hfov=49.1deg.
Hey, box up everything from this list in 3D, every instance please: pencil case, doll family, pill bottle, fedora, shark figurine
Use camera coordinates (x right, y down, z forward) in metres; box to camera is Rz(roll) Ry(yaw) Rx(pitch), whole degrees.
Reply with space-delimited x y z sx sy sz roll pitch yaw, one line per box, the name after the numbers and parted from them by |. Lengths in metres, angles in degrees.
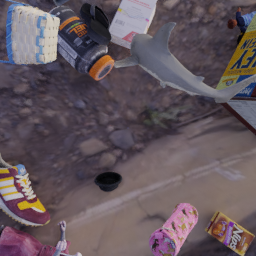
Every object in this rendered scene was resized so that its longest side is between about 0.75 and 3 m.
0.802 1.708 4.744 0.484 1.168 0.505 41 120 17 | pencil case
3.664 -2.622 8.221 1.155 0.784 1.999 -18 67 -3 | doll family
-1.374 -2.349 8.004 1.136 1.136 2.138 -44 84 -6 | pill bottle
-0.533 1.528 7.756 0.773 0.773 0.353 -2 115 0 | fedora
0.941 -1.367 5.429 2.807 1.677 1.171 37 126 23 | shark figurine

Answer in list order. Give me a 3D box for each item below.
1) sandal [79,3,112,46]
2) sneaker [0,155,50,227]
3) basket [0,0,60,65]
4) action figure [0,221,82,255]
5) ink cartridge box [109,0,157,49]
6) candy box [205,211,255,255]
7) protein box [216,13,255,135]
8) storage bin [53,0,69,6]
-0.811 -3.013 7.865 0.852 2.240 0.480 17 124 -32 | sandal
-2.964 1.614 7.508 2.417 0.906 1.089 33 89 4 | sneaker
-1.889 -1.617 4.906 1.255 0.873 1.107 13 112 1 | basket
-2.132 3.280 6.882 2.487 1.666 1.852 18 83 5 | action figure
0.184 -3.309 8.424 1.005 0.582 1.725 23 84 4 | ink cartridge box
2.760 2.862 7.622 1.116 0.315 0.651 34 82 3 | candy box
4.032 -1.141 6.945 2.623 1.769 2.604 34 81 -27 | protein box
-2.045 -4.385 8.581 0.978 0.712 0.657 -35 73 -5 | storage bin
